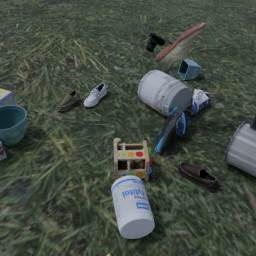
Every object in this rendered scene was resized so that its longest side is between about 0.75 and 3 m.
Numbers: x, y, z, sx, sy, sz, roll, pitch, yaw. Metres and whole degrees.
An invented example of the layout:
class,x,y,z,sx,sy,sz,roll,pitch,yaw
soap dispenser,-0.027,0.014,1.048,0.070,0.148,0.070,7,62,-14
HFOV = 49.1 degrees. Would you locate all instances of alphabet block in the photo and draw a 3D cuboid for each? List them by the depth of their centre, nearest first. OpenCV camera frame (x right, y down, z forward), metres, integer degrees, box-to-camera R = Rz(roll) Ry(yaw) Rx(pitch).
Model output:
class,x,y,z,sx,sy,sz,roll,pitch,yaw
alphabet block,-5.761,-1.129,12.531,0.968,0.946,0.951,16,40,17

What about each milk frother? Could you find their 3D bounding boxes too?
class,x,y,z,sx,sy,sz,roll,pitch,yaw
milk frother,5.299,0.768,9.732,2.688,2.579,2.858,30,5,31

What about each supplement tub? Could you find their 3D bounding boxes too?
class,x,y,z,sx,sy,sz,roll,pitch,yaw
supplement tub,0.117,2.292,8.260,1.035,1.035,1.569,-8,39,-9

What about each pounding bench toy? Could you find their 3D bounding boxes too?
class,x,y,z,sx,sy,sz,roll,pitch,yaw
pounding bench toy,0.151,0.949,9.904,1.283,1.022,1.644,-2,39,-3

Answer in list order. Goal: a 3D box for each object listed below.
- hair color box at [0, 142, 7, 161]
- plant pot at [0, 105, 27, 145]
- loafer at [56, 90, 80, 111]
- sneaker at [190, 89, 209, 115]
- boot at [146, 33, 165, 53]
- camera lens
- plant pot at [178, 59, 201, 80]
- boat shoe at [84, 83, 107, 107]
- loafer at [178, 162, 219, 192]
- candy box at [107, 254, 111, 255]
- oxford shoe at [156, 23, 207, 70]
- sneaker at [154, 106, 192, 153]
class,x,y,z,sx,sy,sz,roll,pitch,yaw
hair color box,-5.946,0.612,10.492,2.624,0.796,1.299,26,46,27
plant pot,-4.715,-0.016,11.055,1.591,1.066,1.591,0,39,0
loafer,-2.841,-1.310,13.070,0.558,0.517,1.485,18,43,21
sneaker,3.321,-1.225,12.835,0.810,0.692,1.839,11,41,14
boot,1.111,-3.371,11.406,0.902,0.674,0.339,16,-7,-38
camera lens,1.572,-1.553,12.507,1.613,1.613,2.017,-29,48,-31
plant pot,3.385,-3.155,15.097,0.910,0.891,0.893,-1,38,-17
boat shoe,-1.536,-1.616,13.398,0.605,0.576,1.681,22,44,25
loafer,2.413,1.540,9.550,1.538,0.549,0.561,27,46,29
candy box,-0.067,4.018,6.523,1.927,0.544,1.124,27,46,27
oxford shoe,1.996,-2.892,9.950,0.764,2.071,0.733,51,37,-8
sneaker,1.836,0.149,10.998,0.948,0.848,2.315,38,60,-6
